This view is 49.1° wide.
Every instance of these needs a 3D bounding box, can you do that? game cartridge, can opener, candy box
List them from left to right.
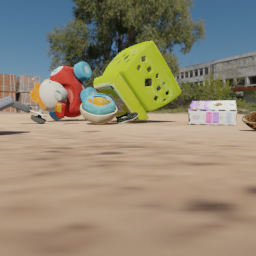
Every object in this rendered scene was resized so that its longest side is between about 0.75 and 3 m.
[{"bbox_3d":[-2.753,-0.276,5.240,1.192,0.241,0.795,-15,19,26],"label":"game cartridge"},{"bbox_3d":[-3.519,-0.588,9.693,1.450,0.482,0.382,24,-1,-10],"label":"can opener"},{"bbox_3d":[2.896,-0.539,9.566,1.517,0.543,1.273,1,19,19],"label":"candy box"}]

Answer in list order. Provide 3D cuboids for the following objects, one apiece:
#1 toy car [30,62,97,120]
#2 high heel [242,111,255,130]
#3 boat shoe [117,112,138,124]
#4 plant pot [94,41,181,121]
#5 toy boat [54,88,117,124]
[{"bbox_3d":[-3.175,-1.622,12.260,2.531,2.429,2.746,-18,-5,28],"label":"toy car"},{"bbox_3d":[3.147,-0.347,5.590,1.231,0.617,1.727,5,-23,0],"label":"high heel"},{"bbox_3d":[-0.030,-0.423,9.932,0.829,0.275,0.310,-20,34,-6],"label":"boat shoe"},{"bbox_3d":[0.197,-1.650,11.154,2.235,2.463,2.451,-44,23,-21],"label":"plant pot"},{"bbox_3d":[-1.410,-0.796,9.505,2.125,0.988,1.786,3,22,-11],"label":"toy boat"}]
